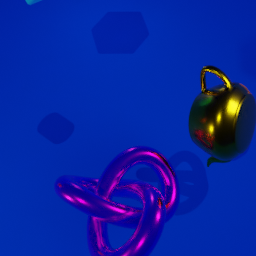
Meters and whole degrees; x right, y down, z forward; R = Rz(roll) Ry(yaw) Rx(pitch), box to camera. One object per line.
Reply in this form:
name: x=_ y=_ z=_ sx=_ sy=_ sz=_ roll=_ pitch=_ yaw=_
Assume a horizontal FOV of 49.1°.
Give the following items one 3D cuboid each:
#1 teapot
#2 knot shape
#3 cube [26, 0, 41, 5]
teapot: x=1.476 y=-0.071 z=4.595 sx=0.979 sy=1.999 sz=1.243 roll=11 pitch=38 yaw=41
knot shape: x=-0.241 y=1.095 z=4.437 sx=1.924 sy=0.950 sz=2.056 roll=11 pitch=36 yaw=20
cube: x=-1.809 y=-3.709 z=6.070 sx=1.267 sy=1.267 sz=1.267 roll=-43 pitch=112 yaw=-34
